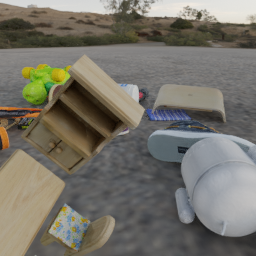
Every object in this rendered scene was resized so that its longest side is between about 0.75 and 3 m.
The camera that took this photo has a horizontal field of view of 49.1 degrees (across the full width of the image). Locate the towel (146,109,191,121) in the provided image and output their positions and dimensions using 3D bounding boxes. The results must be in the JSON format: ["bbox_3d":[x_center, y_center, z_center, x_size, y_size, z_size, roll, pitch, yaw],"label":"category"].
[{"bbox_3d":[1.515,-0.522,10.681,1.531,0.183,1.108,-1,21,-4],"label":"towel"}]

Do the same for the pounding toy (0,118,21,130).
[{"bbox_3d":[-4.305,-0.319,9.619,1.133,0.518,0.995,-10,22,-24],"label":"pounding toy"}]

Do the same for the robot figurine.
[{"bbox_3d":[1.670,0.975,4.948,1.899,1.264,2.239,-38,15,12],"label":"robot figurine"}]

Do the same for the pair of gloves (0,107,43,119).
[{"bbox_3d":[-3.922,-0.498,9.741,2.351,0.326,2.639,2,7,-7],"label":"pair of gloves"}]

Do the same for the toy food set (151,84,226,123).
[{"bbox_3d":[2.397,-0.915,10.982,2.730,0.825,1.959,7,31,12],"label":"toy food set"}]

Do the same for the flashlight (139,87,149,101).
[{"bbox_3d":[0.314,-1.410,12.416,0.597,0.599,1.762,-28,2,44],"label":"flashlight"}]

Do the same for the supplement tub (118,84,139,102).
[{"bbox_3d":[-0.516,-1.199,11.146,1.713,1.130,1.130,4,20,15],"label":"supplement tub"}]

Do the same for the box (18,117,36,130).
[{"bbox_3d":[-3.275,-0.179,9.705,0.858,0.211,0.888,0,19,-7],"label":"box"}]

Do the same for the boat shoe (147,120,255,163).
[{"bbox_3d":[2.009,0.366,6.933,2.898,1.025,1.316,11,27,34],"label":"boat shoe"}]

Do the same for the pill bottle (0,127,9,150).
[{"bbox_3d":[-3.919,0.429,7.011,1.683,0.894,0.894,-17,26,-37],"label":"pill bottle"}]

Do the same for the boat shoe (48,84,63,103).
[{"bbox_3d":[-2.490,-1.369,11.928,0.988,0.990,2.745,3,13,9],"label":"boat shoe"}]

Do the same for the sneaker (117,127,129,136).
[{"bbox_3d":[-0.493,-0.010,8.742,0.464,0.536,1.224,18,26,40],"label":"sneaker"}]

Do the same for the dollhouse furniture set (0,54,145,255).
[{"bbox_3d":[-1.019,0.511,3.349,1.675,2.210,2.522,-39,17,37],"label":"dollhouse furniture set"}]

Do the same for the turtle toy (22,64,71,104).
[{"bbox_3d":[-3.729,-2.043,12.928,2.145,1.487,2.943,8,22,18],"label":"turtle toy"}]
